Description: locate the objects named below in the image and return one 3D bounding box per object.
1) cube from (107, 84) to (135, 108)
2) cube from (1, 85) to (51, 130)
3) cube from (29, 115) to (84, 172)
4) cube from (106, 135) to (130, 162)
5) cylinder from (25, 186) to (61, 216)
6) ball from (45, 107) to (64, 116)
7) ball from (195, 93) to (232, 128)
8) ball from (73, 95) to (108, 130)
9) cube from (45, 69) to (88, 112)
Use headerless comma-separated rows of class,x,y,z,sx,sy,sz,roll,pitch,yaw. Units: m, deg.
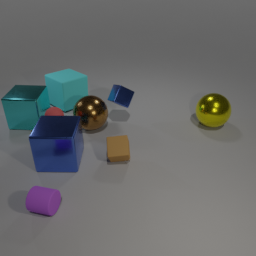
cube,-0.286,-1.282,11.224,0.700,0.700,0.700,21,1,-28
cube,-4.137,-0.864,11.602,1.400,1.400,1.400,2,32,3
cube,-2.327,0.513,9.420,1.400,1.400,1.400,0,32,1
cube,-0.315,0.704,9.431,0.700,0.700,0.700,-6,69,3
cylinder,-2.321,1.995,7.712,0.700,0.700,0.700,7,33,13
ball,-2.672,-0.415,10.171,0.700,0.700,0.700,0,32,0
ball,3.458,-0.716,11.367,1.400,1.400,1.400,0,32,0
ball,-1.486,-0.603,11.154,1.400,1.400,1.400,0,32,0
cube,-2.824,-1.794,13.004,1.400,1.400,1.400,26,38,36
